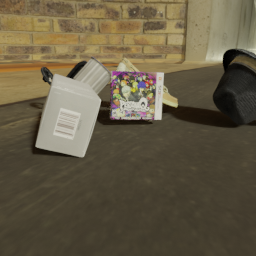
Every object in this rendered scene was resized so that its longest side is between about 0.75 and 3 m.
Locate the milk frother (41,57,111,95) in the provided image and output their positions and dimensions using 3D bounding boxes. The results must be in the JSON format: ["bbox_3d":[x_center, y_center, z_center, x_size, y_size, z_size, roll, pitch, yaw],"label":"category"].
[{"bbox_3d":[-1.793,-1.808,9.773,1.699,1.771,1.882,41,-3,21],"label":"milk frother"}]

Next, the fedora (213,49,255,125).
[{"bbox_3d":[3.340,-0.932,8.152,1.257,2.753,2.753,-43,22,0],"label":"fedora"}]

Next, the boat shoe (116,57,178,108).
[{"bbox_3d":[0.731,-1.524,9.780,2.501,0.787,0.912,29,4,-1],"label":"boat shoe"}]

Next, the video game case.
[{"bbox_3d":[0.252,-0.952,8.282,1.564,1.418,0.280,1,11,-9],"label":"video game case"}]

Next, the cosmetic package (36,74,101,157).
[{"bbox_3d":[-1.535,-0.446,7.051,1.202,1.424,2.666,15,14,-14],"label":"cosmetic package"}]
